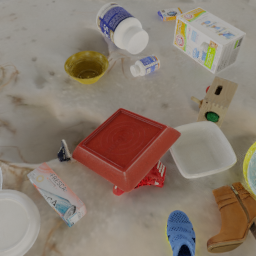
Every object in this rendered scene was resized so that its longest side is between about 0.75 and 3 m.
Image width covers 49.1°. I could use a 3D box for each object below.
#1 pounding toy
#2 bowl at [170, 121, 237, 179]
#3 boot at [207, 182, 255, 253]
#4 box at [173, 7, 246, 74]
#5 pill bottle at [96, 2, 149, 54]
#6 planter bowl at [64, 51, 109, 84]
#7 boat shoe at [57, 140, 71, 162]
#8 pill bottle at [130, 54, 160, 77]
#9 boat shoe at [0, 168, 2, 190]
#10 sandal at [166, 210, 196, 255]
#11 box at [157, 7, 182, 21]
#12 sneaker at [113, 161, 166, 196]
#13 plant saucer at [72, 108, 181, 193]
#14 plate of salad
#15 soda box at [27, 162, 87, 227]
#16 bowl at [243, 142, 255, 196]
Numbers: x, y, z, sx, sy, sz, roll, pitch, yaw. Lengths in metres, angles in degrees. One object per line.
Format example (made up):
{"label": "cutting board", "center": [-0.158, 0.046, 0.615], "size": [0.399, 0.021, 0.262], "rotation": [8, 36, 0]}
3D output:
{"label": "pounding toy", "center": [3.106, -0.915, 10.451], "size": [1.271, 1.646, 1.788], "rotation": [23, 56, 17]}
{"label": "bowl", "center": [2.446, 0.808, 9.690], "size": [2.017, 0.753, 2.014], "rotation": [-13, 53, -9]}
{"label": "boot", "center": [2.942, 2.593, 8.296], "size": [2.244, 0.827, 1.736], "rotation": [-9, 53, -22]}
{"label": "box", "center": [3.616, -4.098, 12.939], "size": [1.456, 1.616, 2.873], "rotation": [-30, 58, -21]}
{"label": "pill bottle", "center": [-0.245, -4.752, 13.491], "size": [1.567, 1.567, 2.619], "rotation": [-28, 57, -20]}
{"label": "planter bowl", "center": [-1.768, -2.476, 12.213], "size": [1.897, 0.790, 1.897], "rotation": [0, 52, 0]}
{"label": "boat shoe", "center": [-2.343, 0.809, 9.945], "size": [0.407, 0.328, 0.878], "rotation": [-14, 54, -20]}
{"label": "pill bottle", "center": [0.750, -2.749, 12.482], "size": [1.251, 0.701, 0.701], "rotation": [-26, 57, -19]}
{"label": "boat shoe", "center": [-4.541, 1.683, 8.876], "size": [0.825, 0.952, 2.233], "rotation": [-16, 54, -12]}
{"label": "sandal", "center": [1.522, 3.285, 7.647], "size": [0.883, 0.967, 2.221], "rotation": [-3, 50, 0]}
{"label": "box", "center": [2.322, -6.289, 15.513], "size": [1.340, 0.278, 0.798], "rotation": [-11, 53, -5]}
{"label": "sneaker", "center": [0.499, 1.669, 9.031], "size": [1.130, 0.766, 1.956], "rotation": [35, 61, 25]}
{"label": "plant saucer", "center": [-0.146, 0.442, 9.599], "size": [2.866, 0.526, 2.861], "rotation": [25, 57, 37]}
{"label": "plate of salad", "center": [-3.669, 2.857, 8.166], "size": [2.133, 0.512, 2.133], "rotation": [8, 56, -13]}
{"label": "soda box", "center": [-2.233, 2.049, 8.778], "size": [2.099, 0.667, 0.718], "rotation": [38, 61, 26]}
{"label": "bowl", "center": [4.655, 1.159, 8.934], "size": [2.307, 2.307, 1.242], "rotation": [-2, 9, -1]}
